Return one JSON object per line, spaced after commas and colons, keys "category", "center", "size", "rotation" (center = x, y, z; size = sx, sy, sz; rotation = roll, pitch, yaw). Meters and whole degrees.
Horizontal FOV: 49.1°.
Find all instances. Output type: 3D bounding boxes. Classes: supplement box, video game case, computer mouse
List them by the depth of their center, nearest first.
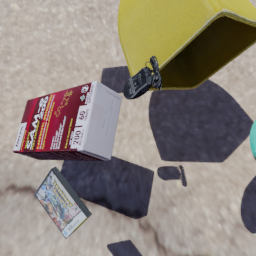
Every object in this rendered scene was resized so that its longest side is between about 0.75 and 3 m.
{"category": "video game case", "center": [-0.953, 1.076, 3.980], "size": [0.835, 0.755, 0.107], "rotation": [49, 38, 12]}
{"category": "computer mouse", "center": [0.269, -0.760, 4.819], "size": [0.235, 0.893, 0.618], "rotation": [10, 62, -40]}
{"category": "supplement box", "center": [-1.274, -0.042, 5.552], "size": [2.345, 0.714, 1.276], "rotation": [-6, 67, 42]}

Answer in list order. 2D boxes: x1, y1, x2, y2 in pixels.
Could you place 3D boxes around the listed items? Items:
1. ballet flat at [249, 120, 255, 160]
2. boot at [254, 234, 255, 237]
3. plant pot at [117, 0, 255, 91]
{"category": "ballet flat", "center": [2.848, -0.260, 4.919], "size": [0.872, 0.911, 2.588], "rotation": [30, 41, 24]}
{"category": "boot", "center": [2.750, 1.262, 4.532], "size": [1.842, 2.382, 0.858], "rotation": [-42, 102, 1]}
{"category": "plant pot", "center": [1.078, -2.297, 5.788], "size": [2.191, 2.176, 2.241], "rotation": [-8, 68, -44]}
